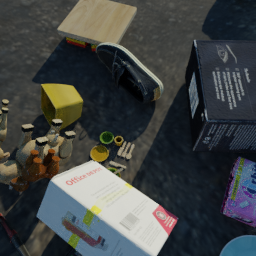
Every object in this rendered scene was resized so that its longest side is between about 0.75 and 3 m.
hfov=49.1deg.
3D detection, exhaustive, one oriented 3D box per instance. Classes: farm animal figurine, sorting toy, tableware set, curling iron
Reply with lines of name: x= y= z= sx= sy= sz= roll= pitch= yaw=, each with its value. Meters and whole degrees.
farm animal figurine: x=-2.803 y=0.484 z=6.325 sx=2.809 sy=1.413 sz=2.268 roll=21 pitch=27 yaw=-3
sorting toy: x=-1.012 y=-3.556 z=9.849 sx=2.080 sy=0.728 sz=2.093 roll=18 pitch=60 yaw=11
tableware set: x=-0.552 y=0.837 z=7.377 sx=1.074 sy=0.245 sz=1.595 roll=19 pitch=60 yaw=12
curling iron: x=-2.658 y=2.494 z=6.314 sx=1.725 sy=0.220 sz=0.428 roll=41 pitch=29 yaw=18

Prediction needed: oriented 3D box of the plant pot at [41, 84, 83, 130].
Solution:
plant pot: x=-1.842 y=-0.646 z=7.920 sx=0.890 sy=1.010 sz=1.010 roll=-19 pitch=58 yaw=-29

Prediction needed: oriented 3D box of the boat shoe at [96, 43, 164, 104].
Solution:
boat shoe: x=-0.123 y=-1.694 z=8.552 sx=0.831 sy=0.996 sz=2.670 roll=-38 pitch=70 yaw=-27

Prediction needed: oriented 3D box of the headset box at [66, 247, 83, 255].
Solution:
headset box: x=-0.786 y=3.233 z=5.534 sx=1.499 sy=0.798 sz=1.721 roll=32 pitch=63 yaw=19

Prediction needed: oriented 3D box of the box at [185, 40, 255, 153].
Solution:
box: x=3.136 y=-0.855 z=7.603 sx=2.788 sy=1.637 sz=2.742 roll=2 pitch=58 yaw=1

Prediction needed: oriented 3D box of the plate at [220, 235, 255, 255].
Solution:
plate: x=2.728 y=3.176 z=5.922 sx=1.705 sy=0.218 sz=1.705 roll=0 pitch=57 yaw=0

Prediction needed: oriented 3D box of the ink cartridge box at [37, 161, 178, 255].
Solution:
ink cartridge box: x=-0.374 y=1.845 z=5.802 sx=2.367 sy=1.718 sz=0.987 roll=32 pitch=107 yaw=18

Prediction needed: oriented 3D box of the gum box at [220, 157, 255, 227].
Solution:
gum box: x=2.861 y=1.554 z=6.766 sx=0.848 sy=0.494 sz=1.495 roll=21 pitch=60 yaw=11
